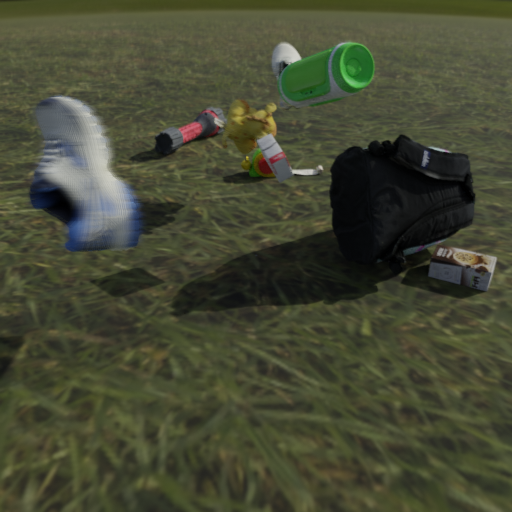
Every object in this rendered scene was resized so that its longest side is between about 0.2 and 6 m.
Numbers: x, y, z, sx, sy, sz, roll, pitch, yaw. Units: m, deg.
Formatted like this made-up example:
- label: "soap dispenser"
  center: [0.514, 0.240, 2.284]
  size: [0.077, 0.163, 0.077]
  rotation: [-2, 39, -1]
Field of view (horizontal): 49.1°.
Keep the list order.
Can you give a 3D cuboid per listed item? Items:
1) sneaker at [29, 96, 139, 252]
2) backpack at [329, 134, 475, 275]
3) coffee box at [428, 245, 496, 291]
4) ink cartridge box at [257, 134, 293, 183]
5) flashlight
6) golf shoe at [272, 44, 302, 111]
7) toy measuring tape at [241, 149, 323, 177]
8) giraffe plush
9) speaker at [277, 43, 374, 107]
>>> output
- label: "sneaker"
  center: [-2.965, -1.323, 8.783]
  size: [1.276, 1.154, 2.994]
  rotation: [-18, 67, -34]
- label: "backpack"
  center: [3.044, -1.236, 11.598]
  size: [3.126, 2.608, 1.979]
  rotation: [-13, 16, -32]
- label: "coffee box"
  center: [4.054, 0.219, 11.047]
  size: [1.146, 0.457, 0.647]
  rotation: [15, 34, 23]
- label: "ink cartridge box"
  center: [0.372, -1.924, 11.002]
  size: [0.328, 0.581, 0.792]
  rotation: [-29, 54, 2]
- label: "flashlight"
  center: [-2.026, -3.977, 17.739]
  size: [0.915, 0.912, 2.693]
  rotation: [20, 35, 25]
- label: "golf shoe"
  center: [0.797, -4.608, 13.744]
  size: [0.796, 0.989, 2.034]
  rotation: [-13, 64, 5]
- label: "toy measuring tape"
  center: [0.726, -2.634, 15.560]
  size: [2.295, 0.844, 0.844]
  rotation: [-2, 31, -3]
- label: "giraffe plush"
  center: [-0.053, -3.091, 13.249]
  size: [1.214, 1.292, 1.497]
  rotation: [4, 9, 34]
- label: "speaker"
  center: [1.026, -2.757, 8.647]
  size: [0.772, 0.772, 1.747]
  rotation: [-16, 13, -25]
